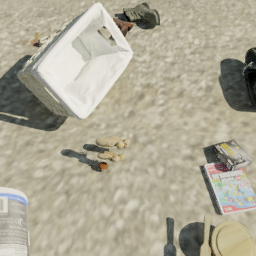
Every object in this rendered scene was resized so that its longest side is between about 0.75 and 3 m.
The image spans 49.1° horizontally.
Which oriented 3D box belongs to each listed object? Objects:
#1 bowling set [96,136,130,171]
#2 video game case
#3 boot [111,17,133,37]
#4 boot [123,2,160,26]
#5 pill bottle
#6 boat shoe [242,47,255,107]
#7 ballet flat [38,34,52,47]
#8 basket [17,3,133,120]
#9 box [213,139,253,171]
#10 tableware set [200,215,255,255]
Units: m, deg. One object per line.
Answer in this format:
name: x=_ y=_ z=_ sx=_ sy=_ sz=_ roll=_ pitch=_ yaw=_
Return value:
bowling set: x=-0.362 y=0.722 z=7.615 sx=0.746 sy=1.390 sz=0.968 roll=9 pitch=96 yaw=16
video game case: x=2.691 y=1.520 z=7.347 sx=1.005 sy=0.123 sz=1.406 roll=-8 pitch=54 yaw=-6
boot: x=-0.537 y=-4.098 z=11.327 sx=1.166 sy=0.375 sz=1.087 roll=26 pitch=47 yaw=15
boot: x=0.530 y=-4.604 z=11.634 sx=1.134 sy=0.588 sz=1.736 roll=-22 pitch=48 yaw=-12
pill bottle: x=-2.743 y=2.662 z=5.667 sx=1.467 sy=1.467 sz=2.579 roll=-12 pitch=55 yaw=-8
boat shoe: x=4.243 y=-1.744 z=9.229 sx=0.777 sy=0.973 sz=2.574 roll=2 pitch=53 yaw=-6
ballet flat: x=-3.031 y=-3.430 z=10.859 sx=0.986 sy=0.355 sz=0.355 roll=-25 pitch=58 yaw=-18
basket: x=-1.563 y=-1.892 z=8.290 sx=1.784 sy=1.960 sz=2.891 roll=4 pitch=53 yaw=46
box: x=2.882 y=0.740 z=7.747 sx=0.690 sy=0.211 sz=0.871 roll=-15 pitch=43 yaw=-13
tableware set: x=2.139 y=3.162 z=5.958 sx=1.508 sy=0.457 sz=2.282 roll=16 pitch=60 yaw=-3
